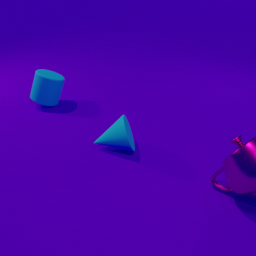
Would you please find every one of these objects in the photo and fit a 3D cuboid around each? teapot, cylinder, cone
[{"bbox_3d":[2.335,0.535,5.083,1.285,2.066,1.012,-11,60,-52],"label":"teapot"},{"bbox_3d":[-2.467,-1.232,8.575,0.861,0.861,0.861,18,21,-7],"label":"cylinder"},{"bbox_3d":[-0.393,0.239,6.661,0.896,0.892,0.892,-16,31,8],"label":"cone"}]
